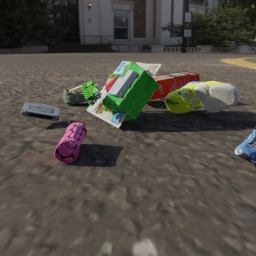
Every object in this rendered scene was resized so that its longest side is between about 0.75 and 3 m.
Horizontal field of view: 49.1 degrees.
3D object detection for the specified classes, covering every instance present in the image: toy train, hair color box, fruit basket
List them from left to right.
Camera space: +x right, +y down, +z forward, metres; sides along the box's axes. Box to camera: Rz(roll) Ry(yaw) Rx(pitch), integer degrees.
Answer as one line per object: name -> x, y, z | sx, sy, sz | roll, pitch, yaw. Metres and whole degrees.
toy train -> -1.071, -1.056, 8.244 | 0.461, 0.341, 1.636 | -30, 26, -2
fruit basket -> -0.271, -1.221, 8.657 | 1.108, 2.190, 2.365 | 40, -6, -38
hair color box -> 1.428, -1.650, 10.864 | 2.403, 0.736, 1.220 | -12, 19, -17

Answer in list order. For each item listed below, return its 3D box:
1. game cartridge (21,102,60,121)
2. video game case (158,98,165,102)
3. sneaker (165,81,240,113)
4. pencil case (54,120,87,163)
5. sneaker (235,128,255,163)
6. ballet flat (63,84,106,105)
game cartridge -> -2.530, -0.492, 8.226 | 1.040, 0.216, 0.692 | 9, 22, -15
video game case -> 2.245, -1.486, 11.821 | 2.333, 0.276, 2.124 | -11, 21, -20
sneaker -> 2.419, -1.166, 8.871 | 2.560, 0.970, 1.345 | 0, 33, 46
pencil case -> -1.211, 0.265, 6.109 | 0.566, 0.548, 1.208 | -42, 17, 16
sneaker -> 2.628, 0.249, 5.723 | 0.515, 0.584, 1.311 | 29, 40, 30
ballet flat -> -1.376, -1.336, 10.676 | 2.154, 0.686, 0.726 | -8, 14, -12
